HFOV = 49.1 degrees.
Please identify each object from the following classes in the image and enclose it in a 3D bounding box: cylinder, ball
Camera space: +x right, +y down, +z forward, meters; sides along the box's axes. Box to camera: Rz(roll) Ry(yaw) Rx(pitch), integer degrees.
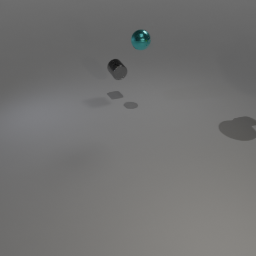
[{"bbox_3d":[-0.478,-2.599,12.428,0.700,0.700,0.700,-13,44,-22],"label":"cylinder"},{"bbox_3d":[0.451,-3.079,9.795,0.700,0.700,0.700,0,31,0],"label":"ball"}]
